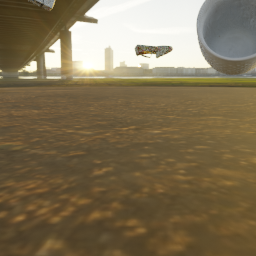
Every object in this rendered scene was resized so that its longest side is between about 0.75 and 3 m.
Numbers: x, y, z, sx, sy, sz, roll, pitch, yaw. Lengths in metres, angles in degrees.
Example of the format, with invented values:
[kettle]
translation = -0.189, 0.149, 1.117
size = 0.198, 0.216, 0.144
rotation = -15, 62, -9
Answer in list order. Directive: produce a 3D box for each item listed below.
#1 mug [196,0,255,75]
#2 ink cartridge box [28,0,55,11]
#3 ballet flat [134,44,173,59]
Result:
[mug]
translation = 2.743, -2.107, 6.345
size = 2.240, 1.654, 1.964
rotation = -12, -8, 16
[ink cartridge box]
translation = -3.008, -4.447, 9.731
size = 0.815, 0.341, 0.592
rotation = 19, 2, -26
[ballet flat]
translation = 0.750, -2.247, 8.320
size = 1.161, 0.371, 0.439
rotation = 5, -7, 12
